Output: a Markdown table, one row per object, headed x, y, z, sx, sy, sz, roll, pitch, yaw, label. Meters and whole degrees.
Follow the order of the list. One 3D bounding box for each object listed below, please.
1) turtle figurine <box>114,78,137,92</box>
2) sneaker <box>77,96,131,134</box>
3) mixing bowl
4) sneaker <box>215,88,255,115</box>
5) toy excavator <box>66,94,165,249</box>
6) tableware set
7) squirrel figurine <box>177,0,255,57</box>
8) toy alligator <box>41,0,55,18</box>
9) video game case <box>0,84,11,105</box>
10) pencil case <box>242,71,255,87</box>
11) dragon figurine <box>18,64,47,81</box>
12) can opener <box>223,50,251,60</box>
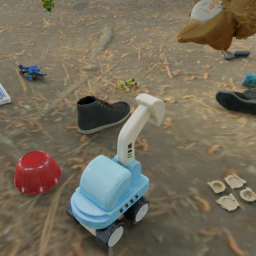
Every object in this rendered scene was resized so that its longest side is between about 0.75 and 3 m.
| x | y | z | sx | sy | sz | roll | pitch | yaw | label |
| --- | --- | --- | --- | --- | --- | --- | --- | --- | --- |
| -0.098 | -1.787 | 11.162 | 0.809 | 0.323 | 1.003 | -18 | 40 | -23 | turtle figurine |
| -0.699 | -0.634 | 8.934 | 2.008 | 1.066 | 0.751 | -28 | 44 | -33 | sneaker |
| -2.314 | 1.009 | 7.042 | 1.196 | 0.648 | 1.196 | 0 | 37 | 0 | mixing bowl |
| 3.984 | -1.035 | 9.868 | 1.748 | 0.668 | 1.001 | 15 | 37 | 15 | sneaker |
| -0.128 | 0.795 | 5.760 | 1.240 | 2.483 | 2.414 | 28 | 45 | 32 | toy excavator |
| 2.514 | 1.521 | 6.767 | 1.091 | 0.127 | 0.911 | -13 | 38 | -18 | tableware set |
| 2.533 | -2.566 | 7.122 | 2.107 | 1.491 | 1.967 | 4 | -9 | 31 | squirrel figurine |
| -2.469 | -3.848 | 8.690 | 0.364 | 0.264 | 1.097 | -12 | 58 | -15 | toy alligator |
| -5.612 | -1.033 | 10.234 | 2.196 | 0.198 | 1.572 | -22 | 41 | -27 | video game case |
| 5.229 | -1.888 | 11.117 | 1.268 | 0.539 | 0.586 | 13 | 32 | 16 | pencil case |
| -4.019 | -2.312 | 11.745 | 0.833 | 0.493 | 1.676 | -25 | 42 | -30 | dragon figurine |
| 5.293 | -3.496 | 13.612 | 1.344 | 0.359 | 0.449 | -3 | 69 | -5 | can opener |
